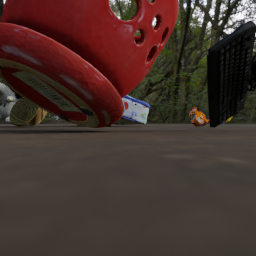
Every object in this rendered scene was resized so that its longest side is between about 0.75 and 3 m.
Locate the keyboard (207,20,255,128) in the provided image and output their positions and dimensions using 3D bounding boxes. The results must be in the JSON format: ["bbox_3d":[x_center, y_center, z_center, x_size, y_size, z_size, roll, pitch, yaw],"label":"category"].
[{"bbox_3d":[1.609,-0.632,3.959,1.005,0.383,1.932,-38,-31,-4],"label":"keyboard"}]

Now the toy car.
[{"bbox_3d":[2.156,-0.313,7.567,0.426,0.627,1.279,-45,13,-29],"label":"toy car"}]

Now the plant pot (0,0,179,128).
[{"bbox_3d":[-0.750,-1.372,4.309,2.446,2.227,2.446,25,-16,8],"label":"plant pot"}]

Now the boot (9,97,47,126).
[{"bbox_3d":[-2.698,-0.414,7.892,0.568,1.503,1.716,33,-27,-4],"label":"boot"}]

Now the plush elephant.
[{"bbox_3d":[-3.572,-1.074,9.491,2.321,2.818,2.182,2,31,46],"label":"plush elephant"}]

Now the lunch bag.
[{"bbox_3d":[-0.475,-0.670,10.255,1.998,0.942,2.493,16,-7,-30],"label":"lunch bag"}]

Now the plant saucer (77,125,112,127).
[{"bbox_3d":[-1.255,-0.162,10.358,1.302,0.238,1.302,0,1,0],"label":"plant saucer"}]
